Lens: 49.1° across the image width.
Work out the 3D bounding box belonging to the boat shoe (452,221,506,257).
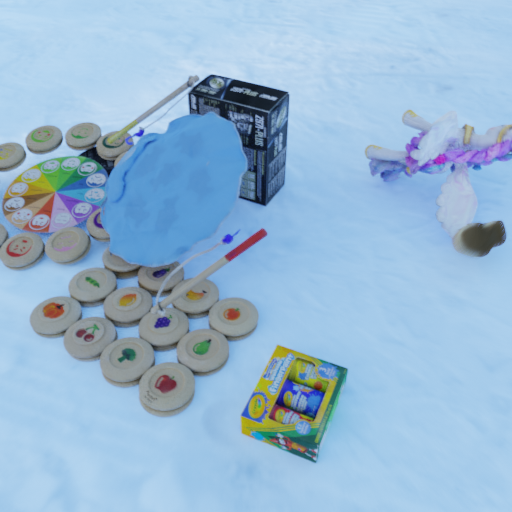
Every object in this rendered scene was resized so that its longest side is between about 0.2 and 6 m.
[{"bbox_3d":[3.645,-0.273,9.390,1.572,0.560,0.507,-9,2,-44],"label":"boat shoe"}]

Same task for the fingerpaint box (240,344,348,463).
[{"bbox_3d":[0.519,1.908,7.427,1.060,0.466,1.270,17,45,18],"label":"fingerpaint box"}]

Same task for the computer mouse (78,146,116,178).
[{"bbox_3d":[-2.322,-2.055,11.619,2.992,0.509,0.877,-15,50,-7],"label":"computer mouse"}]

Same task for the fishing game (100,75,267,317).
[{"bbox_3d":[-1.381,-1.071,9.383,2.964,0.644,4.140,-36,53,12],"label":"fishing game"}]

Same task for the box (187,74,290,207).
[{"bbox_3d":[-0.329,-2.229,10.818,1.696,2.071,0.892,19,45,20],"label":"box"}]

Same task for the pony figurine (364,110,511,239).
[{"bbox_3d":[3.492,-1.892,10.549,2.656,2.291,2.751,-42,34,-25],"label":"pony figurine"}]

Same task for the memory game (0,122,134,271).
[{"bbox_3d":[-3.862,-1.297,10.664,3.880,0.247,3.880,-2,52,2],"label":"memory game"}]

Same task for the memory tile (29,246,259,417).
[{"bbox_3d":[-1.721,0.926,8.673,3.122,0.262,2.393,25,47,26],"label":"memory tile"}]
